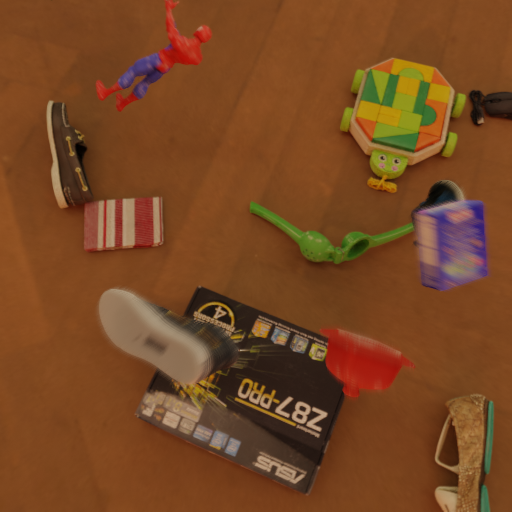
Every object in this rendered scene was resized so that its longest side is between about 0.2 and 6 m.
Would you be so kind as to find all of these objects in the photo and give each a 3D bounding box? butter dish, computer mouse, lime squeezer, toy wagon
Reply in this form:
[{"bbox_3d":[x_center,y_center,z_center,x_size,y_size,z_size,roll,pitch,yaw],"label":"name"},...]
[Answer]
[{"bbox_3d":[1.298,1.416,7.087,1.004,1.001,0.742,18,90,-17],"label":"butter dish"},{"bbox_3d":[5.398,-3.274,12.203,1.383,0.365,0.958,3,66,2],"label":"computer mouse"},{"bbox_3d":[1.609,-0.363,10.938,3.576,0.675,1.263,4,36,3],"label":"lime squeezer"},{"bbox_3d":[3.042,-2.789,11.858,2.405,0.613,3.100,16,67,7],"label":"toy wagon"}]

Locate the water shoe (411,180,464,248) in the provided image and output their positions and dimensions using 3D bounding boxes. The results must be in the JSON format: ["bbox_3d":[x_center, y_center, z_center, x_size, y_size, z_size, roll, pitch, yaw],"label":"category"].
[{"bbox_3d":[3.020,-0.740,9.396,0.743,0.673,1.884,30,45,-18],"label":"water shoe"}]

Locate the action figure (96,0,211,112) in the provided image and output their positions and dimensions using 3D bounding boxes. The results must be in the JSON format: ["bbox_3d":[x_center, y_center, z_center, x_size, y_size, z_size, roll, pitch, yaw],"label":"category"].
[{"bbox_3d":[-1.838,-3.731,10.210,2.442,0.797,1.209,-18,68,28],"label":"action figure"}]

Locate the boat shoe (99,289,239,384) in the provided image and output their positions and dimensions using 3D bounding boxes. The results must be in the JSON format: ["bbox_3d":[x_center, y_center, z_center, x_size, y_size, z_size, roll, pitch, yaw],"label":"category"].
[{"bbox_3d":[-1.292,1.121,8.108,2.144,0.973,0.759,29,107,30],"label":"boat shoe"}]

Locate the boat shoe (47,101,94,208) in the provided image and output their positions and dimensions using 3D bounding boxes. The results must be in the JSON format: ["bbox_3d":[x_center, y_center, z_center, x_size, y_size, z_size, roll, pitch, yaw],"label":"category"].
[{"bbox_3d":[-3.815,-2.121,11.490,0.715,0.847,2.376,-10,74,-8],"label":"boat shoe"}]

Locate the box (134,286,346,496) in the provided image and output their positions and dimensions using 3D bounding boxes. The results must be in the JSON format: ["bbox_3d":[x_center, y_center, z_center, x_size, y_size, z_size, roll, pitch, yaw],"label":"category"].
[{"bbox_3d":[-0.106,2.231,9.619,3.123,0.767,2.517,22,71,9],"label":"box"}]

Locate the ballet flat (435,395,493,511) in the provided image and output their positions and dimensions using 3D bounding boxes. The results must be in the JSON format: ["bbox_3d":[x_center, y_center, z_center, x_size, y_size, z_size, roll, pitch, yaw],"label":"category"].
[{"bbox_3d":[3.366,3.615,9.093,0.884,0.955,2.709,-2,61,28],"label":"ballet flat"}]

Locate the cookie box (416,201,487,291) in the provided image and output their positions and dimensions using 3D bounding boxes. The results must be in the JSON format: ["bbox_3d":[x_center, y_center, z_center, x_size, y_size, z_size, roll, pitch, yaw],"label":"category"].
[{"bbox_3d":[2.679,-0.160,7.653,0.904,0.397,1.057,-14,104,-25],"label":"cookie box"}]

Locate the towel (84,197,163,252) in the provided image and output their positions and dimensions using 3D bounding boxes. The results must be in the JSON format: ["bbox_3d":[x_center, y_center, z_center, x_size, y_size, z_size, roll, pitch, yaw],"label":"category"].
[{"bbox_3d":[-2.644,-0.645,11.189,1.546,0.176,1.113,-5,65,-4],"label":"towel"}]
